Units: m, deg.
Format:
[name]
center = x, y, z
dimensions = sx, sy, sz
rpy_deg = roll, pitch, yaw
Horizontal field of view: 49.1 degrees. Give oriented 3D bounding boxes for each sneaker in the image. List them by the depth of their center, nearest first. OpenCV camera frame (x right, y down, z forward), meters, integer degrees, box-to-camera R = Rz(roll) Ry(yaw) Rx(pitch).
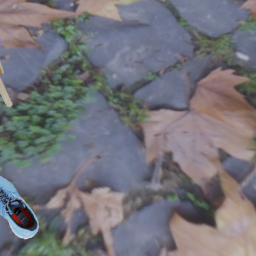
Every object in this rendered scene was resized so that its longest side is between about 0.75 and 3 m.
[sneaker]
center = -1.954, 1.244, 4.696
dimensions = 1.351, 0.608, 0.530
rpy_deg = 46, 53, -3

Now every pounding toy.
[pounding toy]
center = -2.042, -0.859, 3.846
dimensions = 0.887, 1.148, 1.247
rpy_deg = -7, 100, -29
